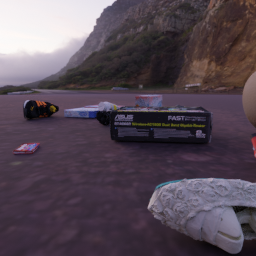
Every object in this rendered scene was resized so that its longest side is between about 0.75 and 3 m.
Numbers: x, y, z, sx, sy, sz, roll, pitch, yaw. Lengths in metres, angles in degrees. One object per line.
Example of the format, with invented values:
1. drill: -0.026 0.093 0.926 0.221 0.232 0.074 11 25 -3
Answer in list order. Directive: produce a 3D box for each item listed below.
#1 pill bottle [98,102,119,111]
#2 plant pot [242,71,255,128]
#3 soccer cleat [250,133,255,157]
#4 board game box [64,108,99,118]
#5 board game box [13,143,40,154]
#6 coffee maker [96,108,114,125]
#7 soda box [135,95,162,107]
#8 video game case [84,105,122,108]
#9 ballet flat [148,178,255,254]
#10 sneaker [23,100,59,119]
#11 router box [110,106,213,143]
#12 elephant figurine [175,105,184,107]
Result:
1. pill bottle: -0.907 -0.893 13.021 0.574 0.574 1.031 6 -6 37
2. plant pot: 4.345 -0.825 7.433 2.046 2.046 1.374 -1 -2 -8
3. soccer cleat: 2.590 0.479 4.764 0.679 0.843 1.979 -37 -27 18
4. board game box: -1.947 -0.760 13.649 1.640 0.357 1.648 4 9 24
5. board game box: -2.335 0.470 6.490 0.418 0.079 0.813 -2 9 -6
6. coffee maker: -0.678 -0.424 10.749 0.820 0.575 0.854 5 11 26
7. soda box: 1.252 -1.454 16.348 0.855 0.920 2.691 4 9 23
8. video game case: -1.483 -1.301 17.816 2.171 0.189 1.552 4 9 25
9. ballet flat: 1.126 0.825 2.544 1.877 0.674 0.674 0 9 2
10. sneaker: -3.959 -0.895 12.949 1.070 0.832 2.379 -2 6 4
11. router box: 0.950 -0.165 8.119 2.653 0.824 1.988 1 8 8
12. elephant figurine: 2.039 -0.601 11.857 0.808 0.737 1.042 27 -13 -10
